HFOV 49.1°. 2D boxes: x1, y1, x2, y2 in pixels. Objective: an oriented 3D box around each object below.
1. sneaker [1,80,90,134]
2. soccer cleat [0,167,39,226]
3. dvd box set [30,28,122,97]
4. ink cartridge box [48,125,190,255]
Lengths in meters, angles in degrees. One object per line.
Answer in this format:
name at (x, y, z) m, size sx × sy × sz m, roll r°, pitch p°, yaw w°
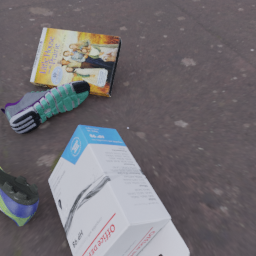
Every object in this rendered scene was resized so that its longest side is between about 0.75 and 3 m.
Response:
sneaker at (-2.421, -0.926, 8.327) m, size 2.608 × 0.970 × 1.141 m, roll -32°, pitch 56°, yaw -26°
soccer cleat at (-3.063, 1.249, 6.229) m, size 2.510 × 1.050 × 0.812 m, roll 29°, pitch 21°, yaw 18°
dvd box set at (-1.724, -2.225, 9.345) m, size 2.744 × 0.403 × 2.007 m, roll 11°, pitch 82°, yaw 10°
ink cartridge box at (-0.399, 1.548, 5.313) m, size 0.995 × 1.727 × 2.982 m, roll 10°, pitch 34°, yaw -40°
